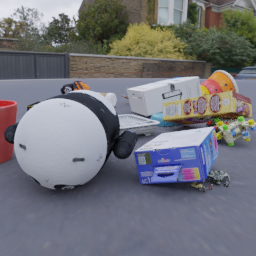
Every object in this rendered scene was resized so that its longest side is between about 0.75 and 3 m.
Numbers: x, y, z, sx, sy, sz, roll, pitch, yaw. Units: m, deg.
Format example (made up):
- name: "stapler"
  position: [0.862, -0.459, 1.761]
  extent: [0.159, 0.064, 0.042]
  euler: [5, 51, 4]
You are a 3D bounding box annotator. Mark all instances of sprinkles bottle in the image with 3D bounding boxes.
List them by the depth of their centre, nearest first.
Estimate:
- name: "sprinkles bottle"
  position: [-1.805, -1.639, 15.920]
  extent: [2.322, 0.792, 0.792]
  euler: [7, 15, 29]

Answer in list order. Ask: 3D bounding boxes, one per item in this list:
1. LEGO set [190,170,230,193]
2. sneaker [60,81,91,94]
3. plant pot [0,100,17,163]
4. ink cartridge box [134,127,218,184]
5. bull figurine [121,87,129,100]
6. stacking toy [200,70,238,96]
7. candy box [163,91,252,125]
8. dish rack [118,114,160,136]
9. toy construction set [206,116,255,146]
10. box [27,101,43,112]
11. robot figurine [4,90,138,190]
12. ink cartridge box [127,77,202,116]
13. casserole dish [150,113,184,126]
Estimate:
- name: "LEGO set"
  position: [1.680, 0.979, 5.549]
  extent: [0.634, 0.277, 0.977]
  euler: [9, 15, 34]
- name: "sneaker"
  position: [-1.988, -0.682, 9.355]
  extent: [1.001, 1.446, 2.581]
  euler: [-15, 17, 30]
- name: "plant pot"
  position: [-3.491, 0.101, 6.850]
  extent: [1.595, 1.412, 1.595]
  euler: [0, 12, 0]
- name: "ink cartridge box"
  position: [1.010, 0.575, 5.767]
  extent: [1.321, 0.739, 1.937]
  euler: [-9, 6, 28]
- name: "bull figurine"
  position: [0.622, -1.764, 16.189]
  extent: [1.398, 0.750, 2.303]
  euler: [28, -9, -28]
- name: "stacking toy"
  position: [4.186, -1.678, 15.039]
  extent: [2.883, 2.106, 2.106]
  euler: [-24, 19, -14]
- name: "candy box"
  position: [2.665, -0.618, 9.647]
  extent: [2.597, 0.733, 1.515]
  euler: [-8, -11, 43]
- name: "dish rack"
  position: [-0.162, -0.062, 9.719]
  extent: [1.871, 0.475, 2.180]
  euler: [-8, 15, -28]
- name: "toy construction set"
  position: [3.118, 0.004, 8.633]
  extent: [1.168, 0.820, 1.781]
  euler: [-23, 2, 8]
- name: "box"
  position: [-3.621, -0.963, 13.654]
  extent: [2.075, 0.512, 1.657]
  euler: [0, 14, 1]
- name: "robot figurine"
  position: [-1.130, 0.159, 5.919]
  extent: [2.148, 1.784, 2.858]
  euler: [-32, 7, 12]
- name: "ink cartridge box"
  position: [1.681, -1.571, 13.411]
  extent: [2.910, 1.227, 2.124]
  euler: [-16, 14, -16]
- name: "casserole dish"
  position: [1.799, -0.396, 11.437]
  extent: [1.976, 0.383, 1.197]
  euler: [-6, 14, -28]
